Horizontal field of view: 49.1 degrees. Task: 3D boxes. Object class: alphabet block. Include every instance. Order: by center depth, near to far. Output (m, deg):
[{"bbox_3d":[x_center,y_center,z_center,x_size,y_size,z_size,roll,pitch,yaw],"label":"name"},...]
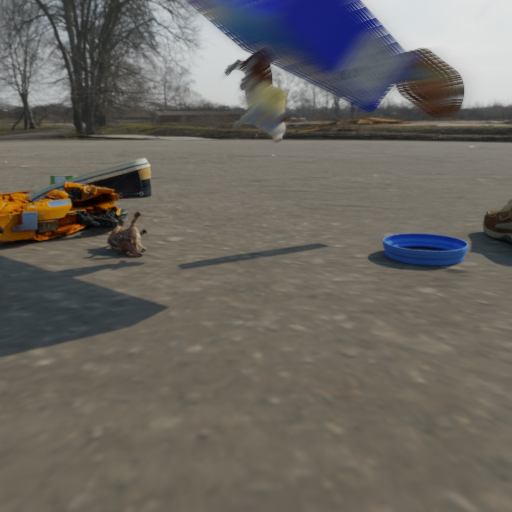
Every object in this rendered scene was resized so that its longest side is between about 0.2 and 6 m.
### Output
[{"bbox_3d":[0.091,-1.304,4.901,0.261,0.266,0.260,17,-32,-18],"label":"alphabet block"}]

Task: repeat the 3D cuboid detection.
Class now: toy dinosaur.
[{"bbox_3d":[-2.054,-0.254,8.609,1.033,0.444,0.700,-8,39,43],"label":"toy dinosaur"}]

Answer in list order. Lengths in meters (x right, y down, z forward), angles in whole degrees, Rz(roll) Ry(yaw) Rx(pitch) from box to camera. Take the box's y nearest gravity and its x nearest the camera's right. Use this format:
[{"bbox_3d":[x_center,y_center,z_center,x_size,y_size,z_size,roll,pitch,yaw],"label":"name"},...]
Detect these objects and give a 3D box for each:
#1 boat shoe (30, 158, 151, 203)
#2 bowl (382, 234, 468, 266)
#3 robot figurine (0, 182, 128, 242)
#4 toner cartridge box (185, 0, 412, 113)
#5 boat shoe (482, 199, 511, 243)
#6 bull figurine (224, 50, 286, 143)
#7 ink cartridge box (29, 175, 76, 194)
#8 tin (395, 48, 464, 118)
[{"bbox_3d":[-3.495,-1.262,11.659,2.846,0.886,1.062,-15,14,5],"label":"boat shoe"},{"bbox_3d":[2.479,-0.099,8.252,1.207,0.237,1.207,0,14,0],"label":"bowl"},{"bbox_3d":[-3.635,-0.799,9.876,1.981,0.795,2.732,13,19,37],"label":"robot figurine"},{"bbox_3d":[0.235,-3.549,8.261,1.980,0.900,4.169,30,12,-38],"label":"toner cartridge box"},{"bbox_3d":[4.335,-0.570,9.055,0.767,0.749,2.027,-1,14,-3],"label":"boat shoe"},{"bbox_3d":[0.022,-2.378,8.579,0.462,1.419,0.862,10,31,42],"label":"bull figurine"},{"bbox_3d":[-4.830,-1.715,13.842,1.244,0.471,0.919,4,2,15],"label":"ink cartridge box"},{"bbox_3d":[3.077,-3.048,9.923,1.560,0.874,0.327,22,3,-31],"label":"tin"}]
